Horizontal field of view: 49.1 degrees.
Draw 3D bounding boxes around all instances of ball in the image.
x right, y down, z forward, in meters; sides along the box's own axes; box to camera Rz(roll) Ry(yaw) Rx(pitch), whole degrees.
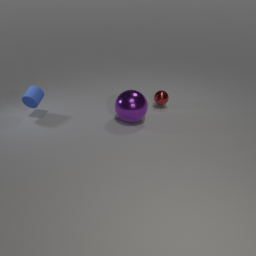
[{"bbox_3d":[1.571,-1.422,13.200,0.700,0.700,0.700,0,29,0],"label":"ball"},{"bbox_3d":[0.134,-0.914,11.825,1.400,1.400,1.400,0,29,0],"label":"ball"}]

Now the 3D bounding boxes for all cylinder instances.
[{"bbox_3d":[-4.032,-1.320,11.922,0.700,0.700,0.700,7,50,12],"label":"cylinder"}]
